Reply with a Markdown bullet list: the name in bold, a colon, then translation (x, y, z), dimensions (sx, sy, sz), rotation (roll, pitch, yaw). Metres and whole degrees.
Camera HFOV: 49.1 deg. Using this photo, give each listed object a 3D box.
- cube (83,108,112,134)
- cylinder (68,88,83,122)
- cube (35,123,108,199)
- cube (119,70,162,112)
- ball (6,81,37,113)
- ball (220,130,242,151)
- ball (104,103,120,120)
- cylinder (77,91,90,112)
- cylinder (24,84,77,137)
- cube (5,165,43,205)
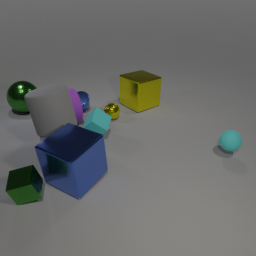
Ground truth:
- **cube**: translation (-1.145, -0.188, 10.439), dimensions (0.700, 0.700, 0.700), rotation (32, 48, -22)
- **cylinder**: translation (-2.722, -0.793, 11.308), dimensions (1.400, 1.400, 1.400), rotation (-17, 33, -25)
- **cube**: translation (-1.594, 0.911, 8.197), dimensions (1.400, 1.400, 1.400), rotation (18, 40, 28)
- **cube**: translation (0.554, -1.750, 13.009), dimensions (1.400, 1.400, 1.400), rotation (-20, 35, -33)
- **ball**: translation (-4.619, -1.384, 12.377), dimensions (1.400, 1.400, 1.400), rotation (0, 29, 0)
- **ball**: translation (3.401, 0.418, 9.273), dimensions (0.700, 0.700, 0.700), rotation (0, 29, 0)
- **ball**: translation (-0.689, -0.710, 11.937), dimensions (0.700, 0.700, 0.700), rotation (0, 29, 0)
- **cylinder**: translation (-2.061, -1.177, 12.479), dimensions (0.700, 0.700, 0.700), rotation (2, 67, -5)
- **cylinder**: translation (-2.545, -0.601, 9.358), dimensions (1.400, 1.400, 1.400), rotation (-10, 23, 4)
- **cube**: translation (-2.805, 1.553, 7.647), dimensions (0.700, 0.700, 0.700), rotation (-15, 42, 0)
